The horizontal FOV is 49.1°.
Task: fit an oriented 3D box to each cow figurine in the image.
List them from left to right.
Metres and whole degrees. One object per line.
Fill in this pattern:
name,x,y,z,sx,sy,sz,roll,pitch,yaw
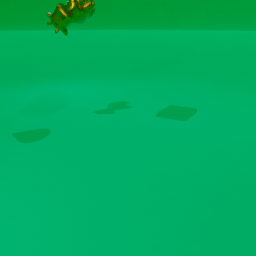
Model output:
cow figurine,-1.451,-2.920,7.223,1.276,0.712,1.297,-43,8,2
